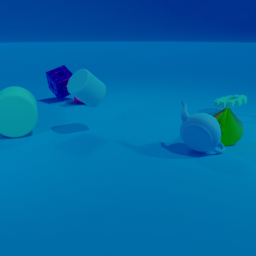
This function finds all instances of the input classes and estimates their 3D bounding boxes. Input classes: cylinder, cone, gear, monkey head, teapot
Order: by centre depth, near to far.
[{"bbox_3d":[1.796,0.022,6.940,1.625,1.010,0.795,46,48,0],"label":"teapot"},{"bbox_3d":[2.504,-0.243,7.191,1.060,1.064,1.060,-5,60,9],"label":"cone"},{"bbox_3d":[-1.180,-1.148,8.050,0.806,0.806,0.806,18,-12,42],"label":"cylinder"},{"bbox_3d":[-3.330,-0.503,8.252,1.249,1.249,1.249,-6,20,-17],"label":"cylinder"},{"bbox_3d":[3.575,-0.938,9.779,1.057,0.195,1.057,-11,14,3],"label":"gear"},{"bbox_3d":[-1.733,-1.529,11.559,1.183,0.991,1.645,7,19,41],"label":"monkey head"}]

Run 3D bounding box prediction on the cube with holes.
[{"bbox_3d":[-2.850,-1.961,12.008,0.894,0.894,0.894,-29,58,-25],"label":"cube with holes"}]
